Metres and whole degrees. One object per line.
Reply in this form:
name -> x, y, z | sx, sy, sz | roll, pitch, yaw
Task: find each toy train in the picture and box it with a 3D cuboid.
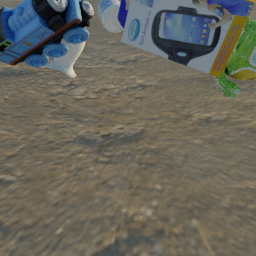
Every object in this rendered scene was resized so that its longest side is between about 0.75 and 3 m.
toy train -> -2.242, -2.488, 7.029 | 2.852, 1.236, 1.629 | -19, -15, 31

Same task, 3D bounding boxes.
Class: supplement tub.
supplement tub -> -0.602, -4.350, 10.726 | 1.014, 1.014, 1.536 | -7, 37, -11

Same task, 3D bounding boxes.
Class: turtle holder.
turtle holder -> 2.932, -1.745, 7.024 | 1.260, 1.348, 1.775 | 33, 60, -8

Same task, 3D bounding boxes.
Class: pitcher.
pitcher -> -2.176, -2.636, 9.011 | 1.462, 1.704, 1.033 | 10, 20, -23

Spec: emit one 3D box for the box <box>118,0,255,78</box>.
box -> 0.955, -2.147, 5.576 | 2.515, 1.497, 0.522 | 21, 36, 7
